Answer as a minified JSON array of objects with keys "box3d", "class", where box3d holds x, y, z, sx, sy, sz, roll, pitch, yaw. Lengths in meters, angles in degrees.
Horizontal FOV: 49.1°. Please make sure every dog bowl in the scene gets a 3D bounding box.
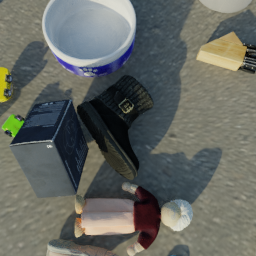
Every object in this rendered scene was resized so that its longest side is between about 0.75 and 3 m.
[{"box3d":[-1.093,-2.897,8.327,2.648,1.043,2.648,0,75,-1],"class":"dog bowl"}]

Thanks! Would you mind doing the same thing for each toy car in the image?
[{"box3d":[-3.466,-0.216,7.850,2.362,0.560,2.510,31,78,8],"class":"toy car"}]

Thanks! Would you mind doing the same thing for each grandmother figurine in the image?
[{"box3d":[0.167,2.247,7.038,2.905,0.880,1.762,-4,82,1],"class":"grandmother figurine"}]

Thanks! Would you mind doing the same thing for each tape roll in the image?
[{"box3d":[3.213,-4.803,9.041,2.072,0.685,2.072,0,75,0],"class":"tape roll"}]

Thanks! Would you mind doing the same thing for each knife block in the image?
[{"box3d":[3.111,-2.035,8.350,1.661,0.531,1.458,-25,75,-8],"class":"knife block"}]

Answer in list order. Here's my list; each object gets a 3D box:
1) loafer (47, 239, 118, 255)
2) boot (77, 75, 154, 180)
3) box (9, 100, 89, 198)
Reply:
[{"box3d":[-1.108,3.258,6.911,1.879,0.676,0.591,11,91,10],"class":"loafer"},{"box3d":[0.016,-0.084,7.541,1.863,0.937,2.491,-33,92,-27],"class":"boot"},{"box3d":[-1.751,0.479,6.700,1.038,1.675,1.646,-7,35,8],"class":"box"}]
